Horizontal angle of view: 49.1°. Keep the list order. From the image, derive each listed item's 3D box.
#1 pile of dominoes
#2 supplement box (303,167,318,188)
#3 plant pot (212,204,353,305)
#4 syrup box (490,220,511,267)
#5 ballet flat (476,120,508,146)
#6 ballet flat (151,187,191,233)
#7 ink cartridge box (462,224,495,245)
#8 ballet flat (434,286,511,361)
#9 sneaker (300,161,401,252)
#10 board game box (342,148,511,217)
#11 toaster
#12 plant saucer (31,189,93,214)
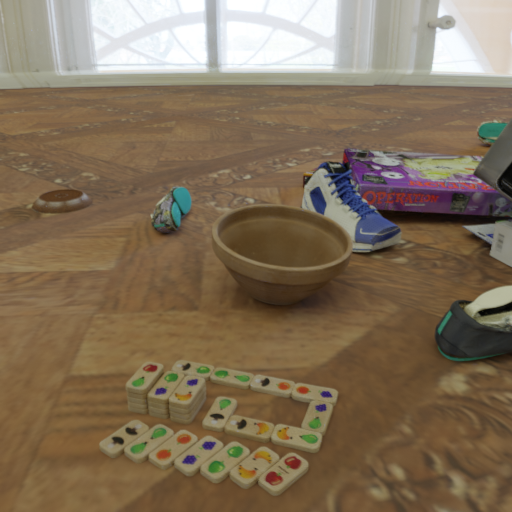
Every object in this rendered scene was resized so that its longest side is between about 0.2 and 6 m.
[{"bbox_3d":[-0.347,1.627,5.950,2.182,0.347,1.701,7,24,17],"label":"pile of dominoes"},{"bbox_3d":[1.595,-1.970,14.238,0.487,0.378,0.883,14,26,29],"label":"supplement box"},{"bbox_3d":[0.353,0.065,8.615,2.113,0.975,2.113,5,30,-3],"label":"plant pot"},{"bbox_3d":[5.122,-0.293,9.996,1.688,0.665,0.687,-8,25,-18],"label":"syrup box"},{"bbox_3d":[8.492,-3.831,18.038,2.662,1.007,0.851,23,6,35],"label":"ballet flat"},{"bbox_3d":[-1.830,-0.977,11.696,0.686,0.686,1.908,1,22,3],"label":"ballet flat"},{"bbox_3d":[4.617,-0.364,10.763,0.951,0.223,0.940,-8,26,-13],"label":"ink cartridge box"},{"bbox_3d":[3.584,0.774,7.241,2.623,0.958,0.958,-5,24,-12],"label":"ballet flat"},{"bbox_3d":[1.624,-1.050,10.810,0.994,1.421,2.460,-16,28,-31],"label":"sneaker"},{"bbox_3d":[4.379,-1.660,12.571,4.612,0.745,2.768,3,30,-1],"label":"board game box"},{"bbox_3d":[5.888,-1.544,9.377,3.362,2.206,3.718,42,38,15],"label":"toaster"},{"bbox_3d":[-4.461,-1.285,12.860,1.344,0.246,1.344,-1,23,0],"label":"plant saucer"}]
